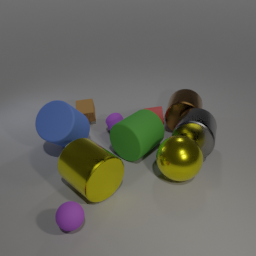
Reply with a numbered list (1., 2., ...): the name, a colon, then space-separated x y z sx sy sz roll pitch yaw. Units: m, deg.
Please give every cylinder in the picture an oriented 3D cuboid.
1. cylinder: 2.262 -0.676 11.258 1.400 1.400 1.400 7 31 12
2. cylinder: 2.304 0.178 9.657 1.400 1.400 1.400 10 25 16
3. cylinder: 0.976 -0.435 10.592 0.700 0.700 0.700 -7 29 7
4. cylinder: -0.437 -0.124 10.905 0.700 0.700 0.700 -11 43 -19
5. cylinder: -2.207 -0.086 9.649 1.400 1.400 1.400 10 -10 16
6. cylinder: 0.322 0.228 9.695 1.400 1.400 1.400 22 37 33
7. cylinder: -1.066 1.175 8.064 1.400 1.400 1.400 -26 39 -37

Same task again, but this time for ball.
1. ball: -1.417 2.152 6.848 0.700 0.700 0.700 0 30 0
2. ball: 1.563 0.912 8.514 1.400 1.400 1.400 0 30 0

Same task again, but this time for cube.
1. cube: -1.735 -0.702 11.535 0.700 0.700 0.700 -8 61 -2
